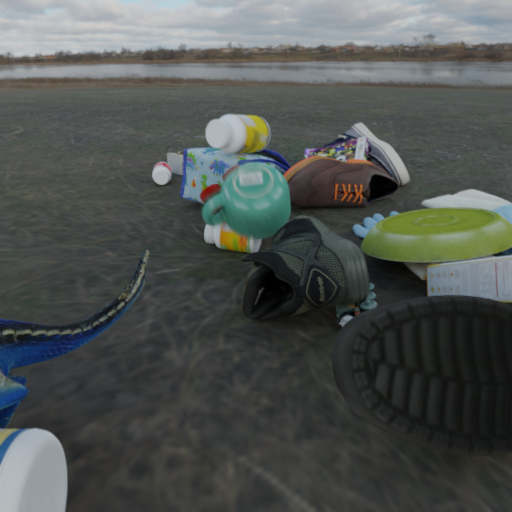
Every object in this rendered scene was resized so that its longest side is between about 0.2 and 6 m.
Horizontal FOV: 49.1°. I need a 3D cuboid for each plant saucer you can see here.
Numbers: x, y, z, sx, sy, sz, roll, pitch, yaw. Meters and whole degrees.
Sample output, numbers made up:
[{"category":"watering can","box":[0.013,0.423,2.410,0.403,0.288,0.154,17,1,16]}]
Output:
[{"category":"plant saucer","box":[2.625,-0.375,8.153,2.204,0.342,2.204,-7,14,2]}]

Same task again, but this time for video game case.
[{"category":"video game case","box":[1.888,-2.238,13.299,1.495,0.268,1.355,-10,36,24]}]

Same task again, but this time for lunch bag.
[{"category":"lunch bag","box":[-0.266,-1.635,11.592,1.710,1.282,2.011,20,18,39]}]

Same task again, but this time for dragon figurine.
[{"category":"dragon figurine","box":[-2.350,0.668,3.734,4.347,1.279,2.161,-14,-16,-31]}]

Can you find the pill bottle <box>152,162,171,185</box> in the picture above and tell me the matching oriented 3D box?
[{"category":"pill bottle","box":[-2.272,-1.973,13.506,0.445,0.445,0.792,-2,21,-6]}]

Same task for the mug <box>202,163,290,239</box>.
[{"category":"mug","box":[-0.089,-0.834,8.568,1.053,0.792,1.282,35,67,24]}]

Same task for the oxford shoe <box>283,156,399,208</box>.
[{"category":"oxford shoe","box":[1.720,-1.456,11.400,2.880,1.025,1.045,-15,30,-34]}]

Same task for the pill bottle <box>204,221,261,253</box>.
[{"category":"pill bottle","box":[-0.379,-0.327,9.036,0.858,0.476,0.476,8,22,17]}]

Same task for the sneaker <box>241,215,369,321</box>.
[{"category":"sneaker","box":[0.332,0.110,7.216,1.405,0.938,2.453,-11,18,-11]}]

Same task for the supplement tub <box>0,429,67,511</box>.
[{"category":"supplement tub","box":[-1.928,1.543,3.443,1.276,0.923,0.923,-1,21,1]}]

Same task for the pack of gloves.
[{"category":"pack of gloves","box":[3.226,-0.243,9.118,2.658,0.624,3.163,-14,19,-7]}]

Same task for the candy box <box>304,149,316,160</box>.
[{"category":"candy box","box":[1.881,-2.721,15.595,1.055,0.378,0.885,2,21,6]}]

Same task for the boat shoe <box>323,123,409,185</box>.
[{"category":"boat shoe","box":[2.670,-2.297,13.975,1.265,1.018,2.727,-31,36,3]}]

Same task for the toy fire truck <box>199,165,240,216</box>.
[{"category":"toy fire truck","box":[-0.353,-0.973,9.696,1.198,0.672,1.006,-37,-12,5]}]

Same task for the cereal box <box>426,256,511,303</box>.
[{"category":"cereal box","box":[3.268,0.248,6.018,1.945,0.534,2.703,0,-4,-5]}]

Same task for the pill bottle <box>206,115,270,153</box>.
[{"category":"pill bottle","box":[-0.347,-2.274,10.469,0.699,0.699,1.248,15,19,34]}]

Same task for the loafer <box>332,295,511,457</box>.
[{"category":"loafer","box":[2.153,1.006,4.894,3.303,1.206,1.178,5,-6,-12]}]

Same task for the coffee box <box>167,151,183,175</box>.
[{"category":"coffee box","box":[-1.633,-2.504,14.838,1.259,0.503,0.712,-14,25,-34]}]

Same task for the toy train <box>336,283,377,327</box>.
[{"category":"toy train","box":[1.213,0.621,6.773,0.499,0.373,0.876,-10,21,11]}]
